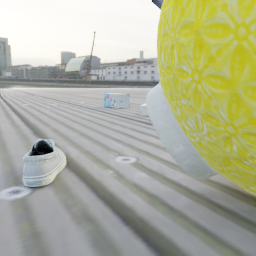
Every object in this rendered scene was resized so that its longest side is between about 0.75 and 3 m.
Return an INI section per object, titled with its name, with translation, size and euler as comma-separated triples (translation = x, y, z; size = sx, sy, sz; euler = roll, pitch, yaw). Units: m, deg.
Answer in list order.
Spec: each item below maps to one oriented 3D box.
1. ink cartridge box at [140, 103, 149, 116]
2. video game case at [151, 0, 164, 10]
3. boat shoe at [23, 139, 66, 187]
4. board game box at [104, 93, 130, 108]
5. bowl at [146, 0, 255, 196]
[ink cartridge box]
translation = 0.808, -0.661, 9.866
size = 0.620, 0.359, 1.067
euler = 2, 10, 12
[video game case]
translation = 1.562, -3.927, 8.885
size = 0.180, 1.893, 1.353
euler = -44, -8, -16
[boat shoe]
translation = -1.051, 0.356, 3.608
size = 0.424, 0.433, 1.215
euler = -1, 10, -5
[board game box]
translation = -0.518, -1.237, 12.516
size = 0.603, 0.614, 1.171
euler = -7, 13, -38
[bowl]
translation = 1.124, -0.333, 2.806
size = 1.559, 2.897, 2.897
euler = -34, -6, 25
